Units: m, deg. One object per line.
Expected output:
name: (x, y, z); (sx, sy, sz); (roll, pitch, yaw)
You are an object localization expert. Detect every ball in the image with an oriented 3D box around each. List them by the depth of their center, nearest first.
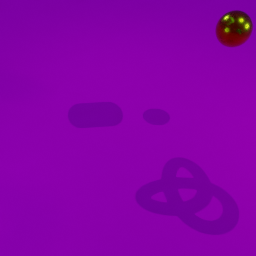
ball: (2.117, -1.979, 5.607); (0.706, 0.706, 0.706); (0, 44, 0)
